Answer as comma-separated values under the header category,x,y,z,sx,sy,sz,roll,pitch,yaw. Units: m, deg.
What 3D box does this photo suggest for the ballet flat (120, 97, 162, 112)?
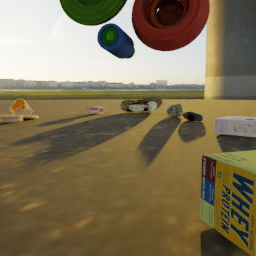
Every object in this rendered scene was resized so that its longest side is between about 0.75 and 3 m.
category,x,y,z,sx,sy,sz,roll,pitch,yaw
ballet flat,0.855,-1.239,15.899,2.545,0.863,0.921,-2,28,-14

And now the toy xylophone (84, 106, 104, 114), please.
category,x,y,z,sx,sy,sz,roll,pitch,yaw
toy xylophone,-1.771,-0.956,14.947,1.037,0.356,1.417,-1,7,-1

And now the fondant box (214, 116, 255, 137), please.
category,x,y,z,sx,sy,sz,roll,pitch,yaw
fondant box,3.186,-0.043,7.328,1.505,0.438,1.086,5,8,39

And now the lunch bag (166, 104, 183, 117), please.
category,x,y,z,sx,sy,sz,roll,pitch,yaw
lunch bag,2.122,-0.784,12.877,0.705,0.586,0.841,-15,6,6

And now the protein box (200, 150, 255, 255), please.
category,x,y,z,sx,sy,sz,roll,pitch,yaw
protein box,1.151,0.533,2.127,0.854,0.576,0.848,-2,8,-19

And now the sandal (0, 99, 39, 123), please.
category,x,y,z,sx,sy,sz,roll,pitch,yaw
sandal,-4.309,-0.755,11.296,0.958,0.859,2.612,0,7,3

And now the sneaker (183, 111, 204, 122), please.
category,x,y,z,sx,sy,sz,roll,pitch,yaw
sneaker,2.411,-0.464,10.949,0.509,0.363,1.027,1,9,-34

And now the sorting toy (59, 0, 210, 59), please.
category,x,y,z,sx,sy,sz,roll,pitch,yaw
sorting toy,0.086,-2.187,5.409,2.882,1.732,1.183,26,7,17
